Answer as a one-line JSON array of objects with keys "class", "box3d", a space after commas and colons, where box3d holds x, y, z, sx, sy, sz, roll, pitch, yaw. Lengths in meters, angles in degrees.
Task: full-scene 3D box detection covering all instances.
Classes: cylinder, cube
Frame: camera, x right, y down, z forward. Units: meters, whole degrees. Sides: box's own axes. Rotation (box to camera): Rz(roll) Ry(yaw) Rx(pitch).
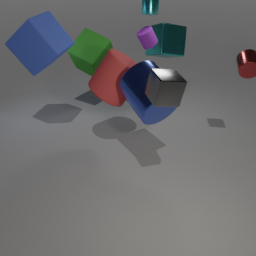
[{"class": "cylinder", "box3d": [0.819, -3.828, 11.872, 0.700, 0.700, 0.700, -22, 39, 18]}, {"class": "cylinder", "box3d": [4.011, -2.131, 9.325, 0.700, 0.700, 0.700, 4, 52, 7]}, {"class": "cylinder", "box3d": [0.659, -1.054, 8.446, 1.400, 1.400, 1.400, -19, 60, -30]}, {"class": "cube", "box3d": [-3.013, -2.937, 9.728, 1.400, 1.400, 1.400, -29, 20, 29]}, {"class": "cube", "box3d": [1.821, -4.199, 13.579, 1.400, 1.400, 1.400, -2, 11, -28]}, {"class": "cylinder", "box3d": [-0.395, -1.674, 9.399, 1.400, 1.400, 1.400, 31, 23, -15]}, {"class": "cube", "box3d": [-1.582, -3.271, 12.467, 1.400, 1.400, 1.400, 31, 78, 16]}, {"class": "cylinder", "box3d": [0.908, -5.006, 11.414, 0.700, 0.700, 0.700, 0, 25, 0]}, {"class": "cube", "box3d": [0.911, -0.988, 6.883, 0.700, 0.700, 0.700, -2, 36, -20]}]
